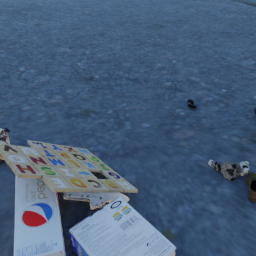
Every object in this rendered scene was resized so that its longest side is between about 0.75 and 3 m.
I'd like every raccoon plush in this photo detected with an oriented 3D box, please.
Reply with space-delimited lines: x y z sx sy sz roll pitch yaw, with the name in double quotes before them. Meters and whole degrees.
"raccoon plush" 2.770 0.980 7.532 0.665 0.480 0.992 -12 34 -32

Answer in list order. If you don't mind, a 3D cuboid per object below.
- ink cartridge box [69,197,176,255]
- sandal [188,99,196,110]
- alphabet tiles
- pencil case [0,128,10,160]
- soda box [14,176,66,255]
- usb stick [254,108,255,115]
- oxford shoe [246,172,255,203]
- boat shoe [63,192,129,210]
"ink cartridge box" -0.218 2.207 5.380 1.308 0.732 1.917 -26 43 -33
"sandal" 2.398 -0.916 10.612 0.289 0.163 0.761 -2 34 -3
"alphabet tiles" -1.458 0.841 6.513 2.842 0.107 2.375 15 12 -46
"pencil case" -4.471 0.475 7.745 2.280 1.020 0.887 -3 31 -3
"soda box" -1.862 1.795 5.867 0.828 0.885 2.599 -10 35 -14
"usb stick" 5.230 -0.043 9.071 0.728 0.428 2.624 -17 37 -14
"oxford shoe" 3.149 1.379 6.945 0.349 0.405 0.960 7 33 13
"boat shoe" -0.754 1.643 6.514 1.529 0.541 0.530 12 62 4
